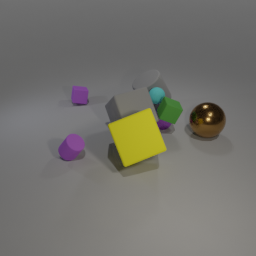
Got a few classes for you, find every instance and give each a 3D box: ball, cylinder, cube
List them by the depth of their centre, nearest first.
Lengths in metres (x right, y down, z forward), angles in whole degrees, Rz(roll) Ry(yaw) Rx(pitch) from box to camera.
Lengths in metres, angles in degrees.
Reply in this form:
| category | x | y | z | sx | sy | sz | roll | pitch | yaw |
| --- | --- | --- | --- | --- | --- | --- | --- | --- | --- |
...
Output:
| category | x | y | z | sx | sy | sz | roll | pitch | yaw |
| --- | --- | --- | --- | --- | --- | --- | --- | --- | --- |
| cube | 0.261 | 0.274 | 9.094 | 1.400 | 1.400 | 1.400 | -22 | 2 | -1 |
| cylinder | -1.968 | 0.668 | 9.747 | 0.700 | 0.700 | 0.700 | 24 | 42 | -24 |
| cube | 0.113 | -0.588 | 10.864 | 1.400 | 1.400 | 1.400 | -18 | -5 | -21 |
| cube | 1.619 | -0.690 | 10.926 | 0.700 | 0.700 | 0.700 | 18 | 30 | -15 |
| ball | 3.111 | -0.313 | 10.996 | 1.400 | 1.400 | 1.400 | 0 | 30 | 0 |
| cylinder | 1.402 | -0.376 | 11.836 | 0.700 | 0.700 | 0.700 | -9 | 31 | -15 |
| ball | 1.217 | -1.368 | 11.849 | 0.700 | 0.700 | 0.700 | 0 | 30 | 0 |
| cylinder | 1.116 | -1.735 | 13.030 | 1.400 | 1.400 | 1.400 | -23 | 36 | 18 |
| cube | -2.389 | -1.642 | 13.857 | 0.700 | 0.700 | 0.700 | 4 | 22 | -20 |
